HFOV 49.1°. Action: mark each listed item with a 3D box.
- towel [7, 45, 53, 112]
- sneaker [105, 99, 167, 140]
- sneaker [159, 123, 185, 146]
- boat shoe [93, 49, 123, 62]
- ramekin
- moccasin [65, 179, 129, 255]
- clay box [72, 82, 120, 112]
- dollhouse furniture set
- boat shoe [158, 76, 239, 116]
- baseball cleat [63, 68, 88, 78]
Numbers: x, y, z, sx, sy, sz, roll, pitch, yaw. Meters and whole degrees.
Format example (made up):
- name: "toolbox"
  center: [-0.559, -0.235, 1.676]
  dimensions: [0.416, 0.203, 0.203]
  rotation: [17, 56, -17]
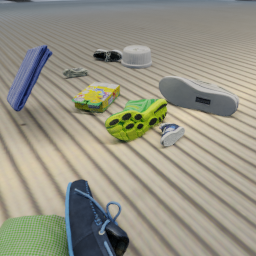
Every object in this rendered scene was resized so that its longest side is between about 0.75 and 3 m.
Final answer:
- name: "towel"
  center: [-3.046, -1.529, 8.403]
  dimensions: [0.319, 1.937, 2.676]
  rotation: [26, -1, -30]
- name: "sneaker"
  center: [0.192, -0.308, 8.504]
  dimensions: [1.026, 0.910, 2.456]
  rotation: [13, 26, 42]
- name: "sneaker"
  center: [1.083, 0.159, 8.077]
  dimensions: [0.989, 0.398, 0.724]
  rotation: [-28, 32, -33]
- name: "boat shoe"
  center: [-1.053, -3.762, 14.549]
  dimensions: [1.611, 0.595, 0.550]
  rotation: [16, 39, 16]
- name: "ramekin"
  center: [0.440, -3.613, 14.074]
  dimensions: [1.548, 0.813, 1.548]
  rotation: [0, 30, 0]
- name: "moccasin"
  center: [-0.390, 1.942, 4.452]
  dimensions: [0.930, 1.097, 2.727]
  rotation: [-17, 46, -7]
- name: "clay box"
  center: [-1.126, -1.107, 10.114]
  dimensions: [1.100, 0.456, 1.915]
  rotation: [10, 32, 17]
- name: "dollhouse furniture set"
  center: [-2.257, 1.775, 4.279]
  dimensions: [2.680, 1.345, 1.755]
  rotation: [-3, 30, -5]
- name: "boat shoe"
  center: [2.485, -1.239, 9.842]
  dimensions: [2.817, 1.014, 0.926]
  rotation: [17, 30, 24]
- name: "baseball cleat"
  center: [-2.411, -2.524, 12.698]
  dimensions: [1.182, 0.412, 0.629]
  rotation: [-3, 23, -25]
